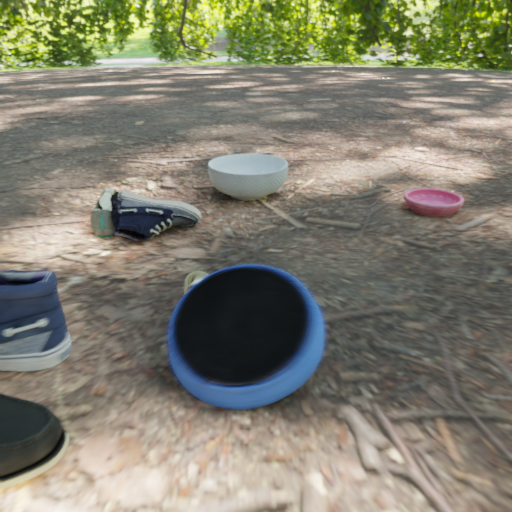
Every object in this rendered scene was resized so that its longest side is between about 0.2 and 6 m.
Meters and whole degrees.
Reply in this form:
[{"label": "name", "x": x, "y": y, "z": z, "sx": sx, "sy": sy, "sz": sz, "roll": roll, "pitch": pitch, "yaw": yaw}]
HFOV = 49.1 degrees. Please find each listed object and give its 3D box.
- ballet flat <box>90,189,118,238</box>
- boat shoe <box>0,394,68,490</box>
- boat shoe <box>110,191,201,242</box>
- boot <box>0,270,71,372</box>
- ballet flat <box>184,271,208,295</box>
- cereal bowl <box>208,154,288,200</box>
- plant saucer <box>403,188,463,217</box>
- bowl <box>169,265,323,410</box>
[{"label": "ballet flat", "x": -3.167, "y": -1.100, "z": 12.229, "sx": 0.763, "sy": 0.721, "sz": 2.264, "roll": -3, "pitch": 24, "yaw": -7}, {"label": "boat shoe", "x": -3.463, "y": 1.687, "z": 5.679, "sx": 3.055, "sy": 0.957, "sz": 1.117, "roll": 4, "pitch": 24, "yaw": 5}, {"label": "boat shoe", "x": -2.047, "y": -0.661, "z": 11.474, "sx": 1.932, "sy": 0.721, "sz": 0.896, "roll": 9, "pitch": 60, "yaw": -26}, {"label": "boot", "x": -3.877, "y": 0.813, "z": 7.219, "sx": 2.769, "sy": 1.251, "sz": 1.007, "roll": -4, "pitch": 24, "yaw": -9}, {"label": "ballet flat", "x": -0.750, "y": 0.821, "z": 7.873, "sx": 0.725, "sy": 0.725, "sz": 2.087, "roll": -4, "pitch": 24, "yaw": -9}, {"label": "cereal bowl", "x": -0.203, "y": -1.919, "z": 13.941, "sx": 2.010, "sy": 0.837, "sz": 2.010, "roll": 0, "pitch": 23, "yaw": 0}, {"label": "plant saucer", "x": 4.099, "y": -1.231, "z": 13.006, "sx": 1.330, "sy": 0.337, "sz": 1.330, "roll": 0, "pitch": 25, "yaw": 0}, {"label": "bowl", "x": -0.153, "y": 0.923, "z": 7.016, "sx": 1.985, "sy": 0.390, "sz": 1.985, "roll": -6, "pitch": 49, "yaw": 7}]
